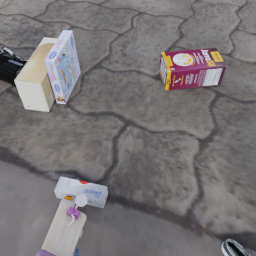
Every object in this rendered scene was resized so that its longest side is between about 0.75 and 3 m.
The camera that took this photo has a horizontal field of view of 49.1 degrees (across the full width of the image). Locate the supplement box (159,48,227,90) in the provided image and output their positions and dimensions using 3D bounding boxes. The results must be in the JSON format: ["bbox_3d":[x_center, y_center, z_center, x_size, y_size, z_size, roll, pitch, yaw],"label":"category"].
[{"bbox_3d":[2.341,-2.191,10.369,2.138,0.916,1.179,-6,51,-4],"label":"supplement box"}]

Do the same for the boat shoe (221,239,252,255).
[{"bbox_3d":[2.673,3.004,6.237,0.464,0.429,1.256,-27,54,-21],"label":"boat shoe"}]

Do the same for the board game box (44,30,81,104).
[{"bbox_3d":[-2.207,-2.106,9.737,0.374,1.815,1.811,7,49,8],"label":"board game box"}]

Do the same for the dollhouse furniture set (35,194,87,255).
[{"bbox_3d":[-0.661,2.978,6.060,2.925,2.318,2.076,31,31,-9],"label":"dollhouse furniture set"}]

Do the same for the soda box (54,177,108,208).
[{"bbox_3d":[-1.219,1.689,7.377,1.324,0.420,0.452,11,50,9],"label":"soda box"}]

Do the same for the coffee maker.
[{"bbox_3d":[-4.292,-2.015,10.299,1.630,1.098,1.566,25,76,21],"label":"coffee maker"}]

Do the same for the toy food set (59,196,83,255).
[{"bbox_3d":[-1.378,2.405,6.543,0.766,0.813,1.703,16,49,-2],"label":"toy food set"}]

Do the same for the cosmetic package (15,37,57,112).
[{"bbox_3d":[-2.884,-1.930,9.902,0.910,1.346,2.560,8,51,6],"label":"cosmetic package"}]
